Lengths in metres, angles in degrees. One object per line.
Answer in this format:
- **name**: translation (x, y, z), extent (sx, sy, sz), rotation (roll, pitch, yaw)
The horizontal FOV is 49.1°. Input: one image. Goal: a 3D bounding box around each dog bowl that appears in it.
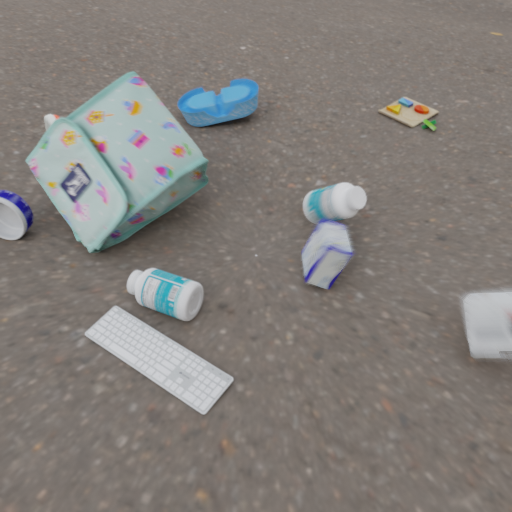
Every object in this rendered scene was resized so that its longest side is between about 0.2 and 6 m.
- **dog bowl**: translation (-1.022, -4.293, 15.831), extent (2.306, 0.572, 1.285), rotation (-13, 45, 3)
- **dog bowl**: translation (-5.313, -0.866, 11.921), extent (1.039, 1.039, 0.409), rotation (9, 39, 10)

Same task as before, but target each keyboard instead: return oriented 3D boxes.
- **keyboard**: translation (-1.730, 1.731, 9.666), extent (2.824, 0.151, 0.795), rotation (26, 48, 26)

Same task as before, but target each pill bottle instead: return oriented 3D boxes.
- **pill bottle**: translation (-1.716, 0.674, 10.416), extent (1.346, 0.746, 0.746), rotation (17, 44, 19)
- **pill bottle**: translation (1.662, -1.110, 11.764), extent (0.748, 0.748, 1.350), rotation (-34, 15, -32)

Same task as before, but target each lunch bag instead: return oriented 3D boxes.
- **lunch bag**: translation (-2.955, -1.868, 11.835), extent (3.080, 1.878, 2.624), rotation (-36, 83, -11)

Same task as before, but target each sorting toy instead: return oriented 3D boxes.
- **sorting toy**: translation (4.636, -4.108, 16.165), extent (1.359, 0.271, 1.838), rotation (-29, 49, -29)

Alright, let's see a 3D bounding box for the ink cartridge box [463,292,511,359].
- **ink cartridge box**: translation (4.100, 1.137, 9.220), extent (1.158, 1.017, 0.486), rotation (-4, 7, 31)

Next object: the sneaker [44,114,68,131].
- **sneaker**: translation (-4.318, -2.892, 14.156), extent (1.277, 1.202, 3.118), rotation (-20, 46, -28)

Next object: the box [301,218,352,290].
- **box**: translation (1.350, -0.047, 10.919), extent (0.532, 0.932, 1.013), rotation (17, 36, -16)
